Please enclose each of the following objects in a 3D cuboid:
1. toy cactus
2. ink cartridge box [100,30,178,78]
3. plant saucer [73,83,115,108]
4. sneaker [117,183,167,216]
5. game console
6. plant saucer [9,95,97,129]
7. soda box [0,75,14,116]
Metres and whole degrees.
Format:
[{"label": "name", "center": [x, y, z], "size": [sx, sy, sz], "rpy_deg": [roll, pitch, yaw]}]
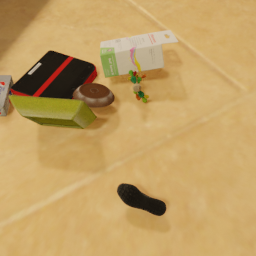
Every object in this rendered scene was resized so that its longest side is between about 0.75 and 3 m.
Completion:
[{"label": "toy cactus", "center": [0.314, -1.171, 8.009], "size": [0.536, 1.048, 0.865], "rpy_deg": [-14, 12, 9]}, {"label": "ink cartridge box", "center": [0.329, -2.309, 8.626], "size": [2.279, 0.767, 1.335], "rpy_deg": [-9, 34, 3]}, {"label": "plant saucer", "center": [-0.929, -0.959, 7.733], "size": [1.155, 0.211, 1.155], "rpy_deg": [7, 37, -5]}, {"label": "sneaker", "center": [0.261, 1.603, 6.156], "size": [1.141, 0.500, 0.432], "rpy_deg": [28, 76, 5]}, {"label": "game console", "center": [-2.220, -1.526, 8.787], "size": [1.963, 0.345, 2.220], "rpy_deg": [19, 52, 13]}, {"label": "plant saucer", "center": [-1.837, -0.332, 7.173], "size": [1.794, 1.791, 0.429], "rpy_deg": [4, 80, 5]}, {"label": "soda box", "center": [-3.751, -0.976, 8.306], "size": [0.465, 0.432, 1.362], "rpy_deg": [-1, 51, -8]}]
